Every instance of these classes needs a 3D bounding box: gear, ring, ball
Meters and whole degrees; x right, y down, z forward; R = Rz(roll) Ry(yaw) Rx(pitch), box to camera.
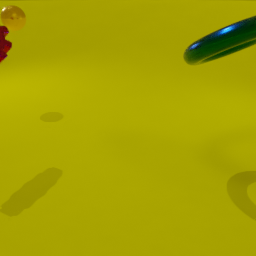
[{"bbox_3d":[-3.179,-1.960,5.649,0.294,1.589,1.589,-28,11,33],"label":"gear"},{"bbox_3d":[1.965,-1.661,5.374,1.850,0.370,1.850,-19,3,1],"label":"ring"},{"bbox_3d":[-3.650,-3.503,8.934,0.766,0.766,0.766,0,27,0],"label":"ball"}]
